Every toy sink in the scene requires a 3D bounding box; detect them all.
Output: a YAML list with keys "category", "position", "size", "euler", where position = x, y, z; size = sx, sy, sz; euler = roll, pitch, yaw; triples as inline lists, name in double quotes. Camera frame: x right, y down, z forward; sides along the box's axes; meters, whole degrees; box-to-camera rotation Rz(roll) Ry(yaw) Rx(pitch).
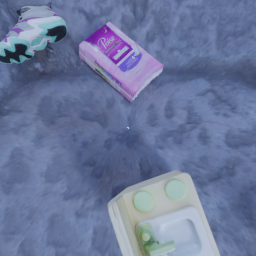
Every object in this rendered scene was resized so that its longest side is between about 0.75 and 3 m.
- category: "toy sink"
  position: [0.765, 1.875, 5.562]
  size: [1.482, 2.645, 1.724]
  euler: [-21, 81, 5]

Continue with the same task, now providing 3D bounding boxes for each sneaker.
- category: "sneaker"
  position: [-2.850, -2.690, 7.618]
  size: [2.086, 0.811, 1.459]
  euler: [-30, 68, -15]

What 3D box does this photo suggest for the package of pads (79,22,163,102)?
- category: "package of pads"
  position: [-0.194, -1.760, 7.383]
  size: [1.995, 0.755, 1.202]
  euler: [42, 70, 8]
